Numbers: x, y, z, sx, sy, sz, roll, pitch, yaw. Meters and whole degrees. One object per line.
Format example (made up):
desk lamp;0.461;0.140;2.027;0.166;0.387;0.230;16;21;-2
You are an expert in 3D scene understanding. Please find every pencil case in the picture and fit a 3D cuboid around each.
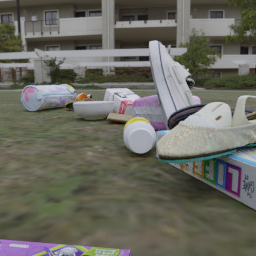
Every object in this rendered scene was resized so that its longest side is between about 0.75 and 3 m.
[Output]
pencil case;-3.652;-1.469;13.228;1.276;1.169;2.812;4;10;24

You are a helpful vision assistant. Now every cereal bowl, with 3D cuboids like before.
cereal bowl;-1.164;-0.615;9.704;1.422;0.592;1.422;-3;8;0

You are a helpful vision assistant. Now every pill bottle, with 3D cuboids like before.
pill bottle;0.210;0.138;5.212;0.588;0.588;1.050;0;10;-1

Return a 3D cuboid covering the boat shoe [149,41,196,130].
boat shoe;1.110;-1.042;6.630;0.897;2.729;0.982;-13;-34;4

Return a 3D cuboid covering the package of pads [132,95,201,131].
package of pads;1.220;-0.510;8.188;1.445;0.908;2.399;7;11;23

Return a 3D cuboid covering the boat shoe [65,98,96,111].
boat shoe;-2.157;-0.999;12.592;1.433;0.542;0.529;-7;14;8

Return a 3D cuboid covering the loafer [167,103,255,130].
loafer;1.788;-0.040;5.432;1.984;0.713;0.625;0;34;-7

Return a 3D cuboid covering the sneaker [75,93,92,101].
sneaker;-2.516;-1.427;14.883;0.873;0.718;1.898;-6;1;9

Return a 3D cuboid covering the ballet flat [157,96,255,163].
ballet flat;1.205;-0.051;3.342;2.069;0.645;0.698;-7;9;-25

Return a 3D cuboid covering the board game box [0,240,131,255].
board game box;-0.795;0.940;1.516;1.539;0.249;0.924;1;14;8

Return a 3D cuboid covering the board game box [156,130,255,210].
board game box;1.822;0.422;3.820;1.848;0.471;2.749;-4;10;-20

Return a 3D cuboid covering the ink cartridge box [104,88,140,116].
ink cartridge box;-0.107;-0.949;10.447;1.020;0.594;1.409;-7;33;-37

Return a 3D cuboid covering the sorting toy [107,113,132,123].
sorting toy;0.012;-0.257;8.947;1.309;0.175;0.976;8;13;1
